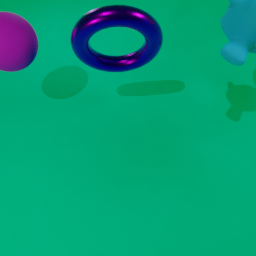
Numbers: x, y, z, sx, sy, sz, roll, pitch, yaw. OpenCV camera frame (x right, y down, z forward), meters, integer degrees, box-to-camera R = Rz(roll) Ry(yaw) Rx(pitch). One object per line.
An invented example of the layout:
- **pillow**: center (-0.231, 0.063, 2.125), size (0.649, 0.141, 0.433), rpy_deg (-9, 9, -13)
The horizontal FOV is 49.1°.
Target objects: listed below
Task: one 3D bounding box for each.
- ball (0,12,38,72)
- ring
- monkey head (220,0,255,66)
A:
- **ball**: center (-2.785, -1.987, 6.519), size (1.335, 1.335, 1.335), rpy_deg (0, 56, 0)
- **ring**: center (-0.235, -1.840, 6.056), size (1.984, 1.984, 0.397), rpy_deg (-3, 69, -2)
- **monkey head**: center (2.044, -1.666, 4.525), size (1.740, 1.049, 1.252), rpy_deg (35, 57, 6)
